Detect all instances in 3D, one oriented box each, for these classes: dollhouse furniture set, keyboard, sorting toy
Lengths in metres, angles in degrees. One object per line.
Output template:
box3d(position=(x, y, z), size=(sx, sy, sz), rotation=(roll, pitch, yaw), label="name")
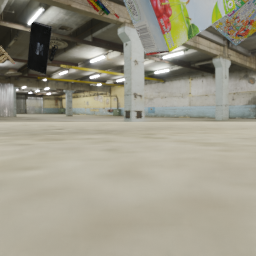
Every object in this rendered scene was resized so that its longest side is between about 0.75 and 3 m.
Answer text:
box3d(position=(-3.401, -1.763, 7.048), size=(0.667, 0.663, 0.946), rotation=(-42, 35, -11), label="dollhouse furniture set")
box3d(position=(-3.260, -3.018, 10.802), size=(1.124, 1.872, 0.240), rotation=(18, 28, 3), label="keyboard")
box3d(position=(-0.813, -3.100, 6.733), size=(0.327, 0.931, 1.932), rotation=(-43, -5, 13), label="sorting toy")

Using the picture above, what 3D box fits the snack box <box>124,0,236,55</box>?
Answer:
box3d(position=(0.604, -2.723, 4.380), size=(1.821, 2.561, 0.679), rotation=(-38, 26, -24), label="snack box")

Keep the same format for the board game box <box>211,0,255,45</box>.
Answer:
box3d(position=(3.719, -3.646, 8.809), size=(1.348, 0.343, 2.005), rotation=(33, -31, -14), label="board game box")
